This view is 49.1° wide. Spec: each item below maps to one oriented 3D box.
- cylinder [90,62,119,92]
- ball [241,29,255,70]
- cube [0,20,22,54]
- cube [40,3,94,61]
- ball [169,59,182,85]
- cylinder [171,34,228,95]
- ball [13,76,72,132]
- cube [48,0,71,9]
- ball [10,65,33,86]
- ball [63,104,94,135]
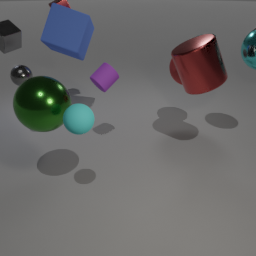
[{"bbox_3d":[-0.765,-1.651,9.144,0.700,0.700,0.700,-47,43,-7],"label":"cylinder"},{"bbox_3d":[4.394,-2.560,9.040,1.400,1.400,1.400,0,28,0],"label":"ball"},{"bbox_3d":[-4.021,-3.018,9.248,0.700,0.700,0.700,41,51,14],"label":"cube"},{"bbox_3d":[-2.196,-3.512,10.417,1.400,1.400,1.400,19,2,-1],"label":"cube"},{"bbox_3d":[2.255,-2.286,10.477,1.400,1.400,1.400,0,28,0],"label":"ball"},{"bbox_3d":[2.232,-1.987,8.768,1.400,1.400,1.400,-22,25,11],"label":"cylinder"},{"bbox_3d":[-2.122,-0.595,6.998,1.400,1.400,1.400,0,28,0],"label":"ball"},{"bbox_3d":[-2.686,-4.768,11.261,0.700,0.700,0.700,-30,37,-3],"label":"cube"},{"bbox_3d":[-3.504,-1.721,9.219,0.700,0.700,0.700,0,28,0],"label":"ball"},{"bbox_3d":[-1.108,-0.200,6.316,0.700,0.700,0.700,0,28,0],"label":"ball"}]
